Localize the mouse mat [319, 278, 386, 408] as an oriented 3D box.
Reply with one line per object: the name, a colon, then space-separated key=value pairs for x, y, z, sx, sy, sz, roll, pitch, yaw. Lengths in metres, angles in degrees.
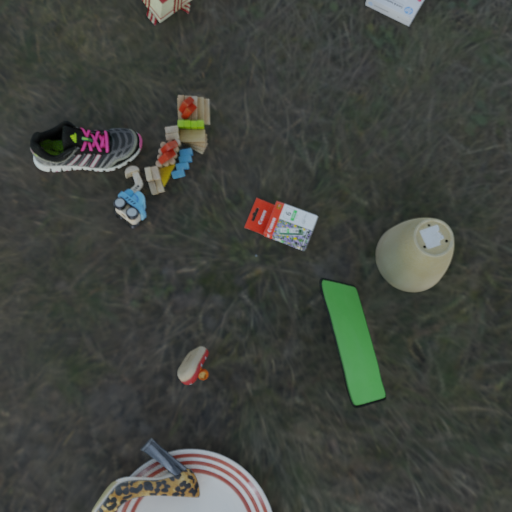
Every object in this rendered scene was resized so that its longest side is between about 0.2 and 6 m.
mouse mat: x=1.816 y=1.578 z=10.367 sx=0.088 sy=1.876 sz=2.332 roll=-20 pitch=72 yaw=27

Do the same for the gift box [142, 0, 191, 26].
gift box: x=-2.046 y=-5.941 z=12.499 sx=1.140 sy=1.154 sz=1.236 roll=-35 pitch=99 yaw=-9

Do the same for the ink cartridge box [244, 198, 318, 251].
ink cartridge box: x=0.508 y=-0.692 z=11.595 sx=1.359 sy=0.342 sz=0.740 roll=21 pitch=81 yaw=5

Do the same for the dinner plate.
dinner plate: x=-1.198 y=5.153 z=10.194 sx=3.132 sy=0.380 sz=3.132 roll=0 pitch=76 yaw=1

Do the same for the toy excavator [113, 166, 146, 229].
toy excavator: x=-2.571 y=-1.260 z=11.737 sx=1.022 sy=0.525 sz=1.051 roll=38 pitch=66 yaw=9

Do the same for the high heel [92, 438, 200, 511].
high heel: x=-1.992 y=4.441 z=9.957 sx=1.382 sy=0.692 sz=1.939 roll=42 pitch=74 yaw=-2

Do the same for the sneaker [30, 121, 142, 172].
sneaker: x=-3.593 y=-2.303 z=11.647 sx=2.354 sy=1.030 sz=0.869 roll=-6 pitch=77 yaw=-1

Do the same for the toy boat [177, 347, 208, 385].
toy boat: x=-1.112 y=2.135 z=10.564 sx=0.522 sy=0.800 sz=0.523 roll=-33 pitch=105 yaw=33

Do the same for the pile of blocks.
pile of blocks: x=-1.565 y=-2.277 z=11.569 sx=0.952 sy=0.721 sz=2.319 roll=24 pitch=92 yaw=-5

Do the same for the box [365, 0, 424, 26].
box: x=3.384 y=-6.199 z=12.968 sx=1.160 sy=0.306 sz=1.488 roll=30 pitch=79 yaw=7

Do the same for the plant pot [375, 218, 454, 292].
plant pot: x=3.196 y=-0.147 z=10.859 sx=1.465 sy=1.564 sz=1.465 roll=0 pitch=77 yaw=1
